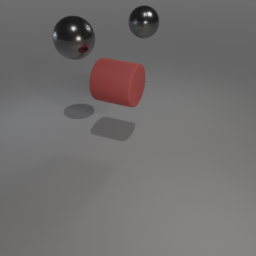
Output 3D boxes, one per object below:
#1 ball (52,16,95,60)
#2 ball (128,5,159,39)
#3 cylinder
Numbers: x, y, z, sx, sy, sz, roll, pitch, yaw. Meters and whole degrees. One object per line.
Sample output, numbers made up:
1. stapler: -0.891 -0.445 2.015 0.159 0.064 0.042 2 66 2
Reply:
1. ball: -1.790 -2.984 9.309 1.400 1.400 1.400 0 30 0
2. ball: 0.716 -4.774 12.644 1.400 1.400 1.400 0 30 0
3. cylinder: -0.314 -1.476 9.097 1.400 1.400 1.400 14 33 19
